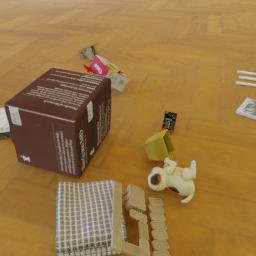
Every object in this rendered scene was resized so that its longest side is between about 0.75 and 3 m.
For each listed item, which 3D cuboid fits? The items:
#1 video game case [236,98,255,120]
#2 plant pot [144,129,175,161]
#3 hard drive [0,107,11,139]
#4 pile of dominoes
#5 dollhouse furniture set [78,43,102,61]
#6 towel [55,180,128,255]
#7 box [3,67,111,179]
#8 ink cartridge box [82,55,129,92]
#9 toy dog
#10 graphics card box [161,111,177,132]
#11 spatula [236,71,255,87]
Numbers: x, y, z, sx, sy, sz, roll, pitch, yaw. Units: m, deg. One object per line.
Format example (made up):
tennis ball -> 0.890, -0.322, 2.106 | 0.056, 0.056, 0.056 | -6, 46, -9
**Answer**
video game case -> 5.781, -0.768, 12.377 | 1.531, 0.179, 1.392 | 25, 44, 30
plant pot -> 1.068, 0.663, 9.767 | 0.787, 0.892, 0.892 | -15, 13, 23
hard drive -> -4.952, -0.276, 11.568 | 1.344, 0.364, 1.924 | -8, 38, -10
pile of dominoes -> 0.262, 2.492, 7.389 | 1.743, 0.356, 2.237 | 28, 29, -19
dollhouse furniture set -> -2.324, -4.592, 17.238 | 0.819, 0.824, 1.169 | -31, 17, -36
towel -> -1.045, 2.331, 7.556 | 1.805, 0.933, 2.180 | -6, 37, -10
box -> -2.194, -0.313, 9.771 | 2.401, 2.426, 2.924 | 13, 39, 12
ink cartridge box -> -1.136, -2.804, 13.898 | 1.711, 0.817, 1.948 | 17, 23, -39
toy dog -> 1.319, 1.614, 8.687 | 1.397, 0.975, 1.354 | 3, 72, 1
graphics card box -> 1.651, -0.255, 11.179 | 0.487, 0.777, 0.198 | 11, 2, -1
spatula -> 7.172, -2.491, 14.679 | 2.834, 0.228, 1.971 | 13, 39, 17
